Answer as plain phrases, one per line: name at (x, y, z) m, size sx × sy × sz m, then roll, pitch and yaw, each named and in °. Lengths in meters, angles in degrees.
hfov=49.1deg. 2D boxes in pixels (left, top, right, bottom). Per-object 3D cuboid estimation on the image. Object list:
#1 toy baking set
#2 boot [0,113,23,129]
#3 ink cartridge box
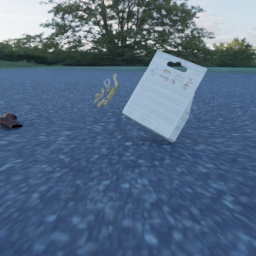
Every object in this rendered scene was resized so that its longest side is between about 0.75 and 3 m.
toy baking set at (-0.699, -1.276, 9.381) m, size 0.157 × 1.349 × 1.035 m, roll 39°, pitch -5°, yaw -37°
boot at (-3.246, -0.156, 7.873) m, size 0.736 × 0.320 × 0.885 m, roll 22°, pitch 11°, yaw 16°
ink cartridge box at (0.872, -0.762, 6.589) m, size 1.429 × 1.759 × 0.502 m, roll 31°, pitch -2°, yaw 31°
